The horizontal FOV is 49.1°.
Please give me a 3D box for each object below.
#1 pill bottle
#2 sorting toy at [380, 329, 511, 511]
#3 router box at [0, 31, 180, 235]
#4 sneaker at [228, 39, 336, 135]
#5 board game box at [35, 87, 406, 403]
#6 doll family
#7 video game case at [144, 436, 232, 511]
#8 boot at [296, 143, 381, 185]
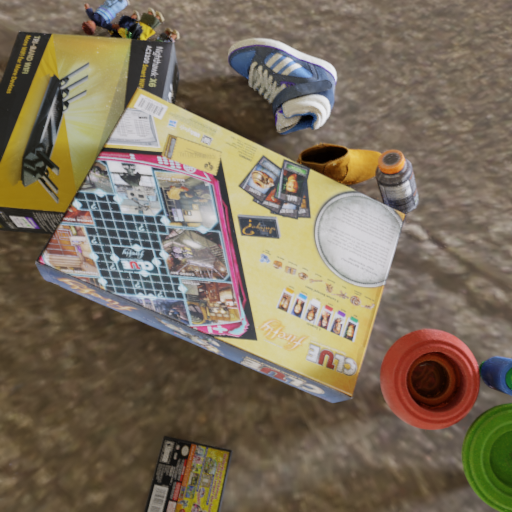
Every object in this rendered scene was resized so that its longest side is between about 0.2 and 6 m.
[{"bbox_3d":[2.320,-1.234,9.280,0.603,1.135,0.603,-12,52,16],"label":"pill bottle"},{"bbox_3d":[3.072,2.139,7.980,1.722,1.176,2.866,-45,84,-2],"label":"sorting toy"},{"bbox_3d":[-3.084,-2.167,9.877,2.926,0.972,3.721,4,66,1],"label":"router box"},{"bbox_3d":[0.360,-3.047,10.346,2.187,0.881,1.601,16,62,2],"label":"sneaker"},{"bbox_3d":[-0.332,-0.174,8.444,4.663,0.807,3.159,25,67,-5],"label":"board game box"},{"bbox_3d":[-2.559,-4.478,11.140,1.966,0.771,1.136,29,73,18],"label":"doll family"},{"bbox_3d":[-0.950,3.215,7.873,1.023,0.144,1.132,10,65,5],"label":"video game case"},{"bbox_3d":[1.494,-1.587,9.445,1.684,1.206,0.593,-9,84,-3],"label":"boot"}]
